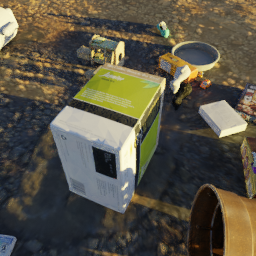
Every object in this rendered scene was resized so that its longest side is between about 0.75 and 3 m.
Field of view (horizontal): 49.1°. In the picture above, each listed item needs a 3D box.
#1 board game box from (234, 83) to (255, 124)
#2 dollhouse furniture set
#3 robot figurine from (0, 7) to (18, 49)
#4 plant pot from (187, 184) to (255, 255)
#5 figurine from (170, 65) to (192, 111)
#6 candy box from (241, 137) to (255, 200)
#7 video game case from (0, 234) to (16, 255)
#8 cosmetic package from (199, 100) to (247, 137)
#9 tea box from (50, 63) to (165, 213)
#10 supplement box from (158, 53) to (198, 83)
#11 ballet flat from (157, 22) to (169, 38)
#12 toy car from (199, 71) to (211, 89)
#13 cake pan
[{"bbox_3d":[4.636,-0.858,10.047,1.244,0.318,1.837,22,50,21],"label":"board game box"},{"bbox_3d":[-1.519,-2.935,11.462,2.120,1.179,1.875,20,49,18],"label":"dollhouse furniture set"},{"bbox_3d":[-6.107,-4.382,12.583,2.358,1.570,2.780,-1,43,20],"label":"robot figurine"},{"bbox_3d":[2.595,2.414,5.753,2.191,2.213,2.213,9,46,-2],"label":"plant pot"},{"bbox_3d":[1.829,-1.428,9.955,0.535,1.242,1.212,10,47,27],"label":"figurine"},{"bbox_3d":[3.947,1.205,7.877,1.201,0.581,2.059,6,44,7],"label":"candy box"},{"bbox_3d":[-3.720,3.133,6.257,1.845,0.203,1.682,6,46,6],"label":"video game case"},{"bbox_3d":[3.189,-0.344,9.515,1.003,0.344,1.331,-12,46,-16],"label":"cosmetic package"},{"bbox_3d":[-0.344,0.234,7.344,1.780,2.664,2.621,19,49,17],"label":"tea box"},{"bbox_3d":[2.017,-2.464,11.455,0.555,0.574,1.667,-31,55,-27],"label":"supplement box"},{"bbox_3d":[1.765,-5.035,14.001,0.446,0.466,1.325,-8,46,-7],"label":"ballet flat"},{"bbox_3d":[2.946,-1.937,11.109,0.453,0.308,0.924,-16,49,-15],"label":"toy car"},{"bbox_3d":[2.903,-3.119,12.201,2.058,0.377,2.058,0,46,0],"label":"cake pan"}]
